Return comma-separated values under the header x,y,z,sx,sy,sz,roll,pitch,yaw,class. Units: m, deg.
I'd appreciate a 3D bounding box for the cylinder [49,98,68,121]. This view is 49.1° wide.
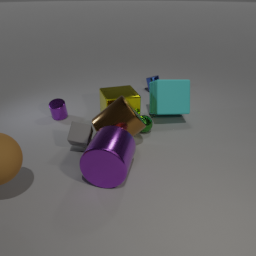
x,y,z,sx,sy,sz,roll,pitch,yaw,class
-3.021,-0.805,12.160,0.700,0.700,0.700,-1,46,1,cylinder

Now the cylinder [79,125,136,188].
x,y,z,sx,sy,sz,roll,pitch,yaw,class
-0.572,0.842,8.459,1.400,1.400,1.400,6,29,11,cylinder

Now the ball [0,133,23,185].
x,y,z,sx,sy,sz,roll,pitch,yaw,class
-3.485,0.806,7.287,1.400,1.400,1.400,0,28,0,ball

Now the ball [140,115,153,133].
x,y,z,sx,sy,sz,roll,pitch,yaw,class
0.629,-0.163,11.108,0.700,0.700,0.700,0,28,0,ball

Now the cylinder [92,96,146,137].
x,y,z,sx,sy,sz,roll,pitch,yaw,class
-0.313,-0.183,9.858,1.400,1.400,1.400,-38,30,7,cylinder

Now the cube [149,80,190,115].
x,y,z,sx,sy,sz,roll,pitch,yaw,class
1.747,-1.306,11.970,1.400,1.400,1.400,-1,5,-9,cube

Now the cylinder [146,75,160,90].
x,y,z,sx,sy,sz,roll,pitch,yaw,class
1.382,-2.423,15.110,0.700,0.700,0.700,-13,14,3,cylinder

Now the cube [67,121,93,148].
x,y,z,sx,sy,sz,roll,pitch,yaw,class
-1.657,0.243,9.813,0.700,0.700,0.700,11,73,1,cube

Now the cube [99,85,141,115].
x,y,z,sx,sy,sz,roll,pitch,yaw,class
-0.350,-0.853,11.662,1.400,1.400,1.400,-8,29,-15,cube
